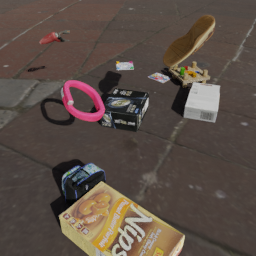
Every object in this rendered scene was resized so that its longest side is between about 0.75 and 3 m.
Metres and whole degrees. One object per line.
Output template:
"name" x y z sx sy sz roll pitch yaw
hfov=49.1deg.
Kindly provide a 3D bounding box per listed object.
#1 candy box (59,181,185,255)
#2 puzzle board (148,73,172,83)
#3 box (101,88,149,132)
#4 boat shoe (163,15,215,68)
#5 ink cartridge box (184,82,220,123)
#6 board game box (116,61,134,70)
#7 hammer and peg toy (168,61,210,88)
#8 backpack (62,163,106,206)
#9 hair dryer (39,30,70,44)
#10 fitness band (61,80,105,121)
"candy box" -0.200 2.670 7.084 2.781 0.769 1.605 25 43 31
"puzzle board" 1.711 -2.733 15.142 1.042 0.091 0.785 29 45 33
"box" -0.101 -0.812 11.845 1.589 0.836 1.940 10 37 14
"boat shoe" 1.973 -2.588 8.829 2.025 0.729 0.730 -47 59 1
"ink cartridge box" 3.383 -1.226 12.624 1.342 0.620 2.463 11 36 15
"board game box" -0.191 -3.676 16.408 0.987 0.128 0.987 -3 36 -3
"hammer and peg toy" 3.154 -3.026 14.940 1.645 0.789 2.236 -11 37 -15
"backpack" -1.306 1.625 8.260 0.900 1.121 1.224 27 39 32
"hair dryer" -2.899 -3.512 11.181 1.234 0.940 0.335 -14 81 -20
"fitness band" -1.407 -0.887 8.790 1.275 0.332 1.776 9 38 -32
